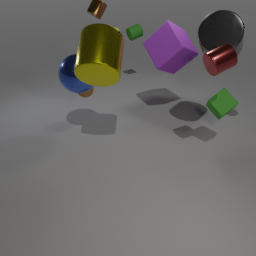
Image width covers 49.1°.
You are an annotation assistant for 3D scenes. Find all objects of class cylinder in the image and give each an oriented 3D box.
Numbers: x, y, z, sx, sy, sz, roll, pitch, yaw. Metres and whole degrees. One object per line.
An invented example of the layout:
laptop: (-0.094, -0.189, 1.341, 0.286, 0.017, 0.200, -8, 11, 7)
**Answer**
cylinder: (-0.864, -2.203, 8.630, 1.400, 1.400, 1.400, 3, 70, 5)
cylinder: (-1.401, -5.404, 12.663, 0.700, 0.700, 0.700, 30, 11, -7)
cylinder: (3.128, -2.996, 9.406, 1.400, 1.400, 1.400, 12, 3, 20)
cylinder: (0.361, -5.167, 15.115, 0.700, 0.700, 0.700, -27, 36, -12)
cylinder: (2.598, -1.930, 7.927, 0.700, 0.700, 0.700, -27, 34, -3)

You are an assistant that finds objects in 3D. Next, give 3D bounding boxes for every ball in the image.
ball: (-1.724, -1.577, 11.264, 0.700, 0.700, 0.700, 0, 30, 0)
ball: (-1.791, -1.953, 10.088, 1.400, 1.400, 1.400, 0, 30, 0)

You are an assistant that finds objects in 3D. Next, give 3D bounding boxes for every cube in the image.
cube: (3.164, -0.809, 9.473, 0.700, 0.700, 0.700, -38, 78, 1)
cube: (1.783, -3.295, 11.644, 1.400, 1.400, 1.400, -1, 60, -52)
